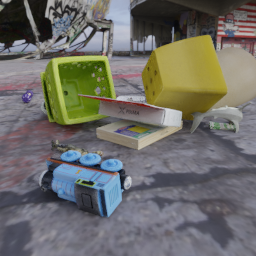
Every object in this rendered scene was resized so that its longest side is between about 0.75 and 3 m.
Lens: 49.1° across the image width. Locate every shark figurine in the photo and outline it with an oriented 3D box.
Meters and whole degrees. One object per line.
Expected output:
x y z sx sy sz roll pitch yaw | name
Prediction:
3.489 -0.268 9.990 2.456 1.025 1.467 -1 -17 -29 | shark figurine

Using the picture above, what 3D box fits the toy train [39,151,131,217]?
-0.933 1.062 5.759 1.958 0.849 1.119 9 26 26 | toy train

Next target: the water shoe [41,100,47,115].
-2.991 -1.111 12.791 1.097 0.993 2.779 -35 5 39 | water shoe

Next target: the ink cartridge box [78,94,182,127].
0.056 -0.530 8.931 2.620 0.571 2.274 11 5 36 | ink cartridge box

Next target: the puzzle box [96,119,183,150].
0.456 0.023 9.765 1.802 0.344 2.708 15 23 38 | puzzle box

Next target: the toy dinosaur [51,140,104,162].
-1.608 0.626 7.675 1.970 0.468 0.868 14 4 34 | toy dinosaur

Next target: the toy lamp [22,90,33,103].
-5.369 -1.674 14.953 0.494 0.494 1.698 -4 17 -14 | toy lamp

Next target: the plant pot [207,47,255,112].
3.871 -1.774 12.377 2.899 2.715 2.715 -31 31 -27 | plant pot

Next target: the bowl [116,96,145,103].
0.130 -1.191 13.318 1.338 0.500 1.336 2 16 4 | bowl

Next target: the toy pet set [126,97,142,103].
0.647 -1.187 11.595 1.949 1.109 2.088 -7 9 -9 | toy pet set

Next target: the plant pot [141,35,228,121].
1.783 -1.720 10.120 2.080 2.359 2.359 -3 -22 -17 | plant pot

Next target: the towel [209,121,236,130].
3.576 -0.087 10.505 0.998 0.117 0.761 4 17 12 | towel

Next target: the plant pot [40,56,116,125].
-2.047 -1.380 10.844 2.330 2.342 2.125 -13 6 -36 | plant pot
